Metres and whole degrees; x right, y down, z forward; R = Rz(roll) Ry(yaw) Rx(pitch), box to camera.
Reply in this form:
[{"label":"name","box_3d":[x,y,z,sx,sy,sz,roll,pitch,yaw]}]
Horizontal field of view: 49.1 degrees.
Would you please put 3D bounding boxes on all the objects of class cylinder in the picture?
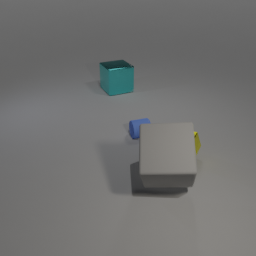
[{"label":"cylinder","box_3d":[0.465,0.012,10.765,0.700,0.700,0.700,-9,31,-14]}]

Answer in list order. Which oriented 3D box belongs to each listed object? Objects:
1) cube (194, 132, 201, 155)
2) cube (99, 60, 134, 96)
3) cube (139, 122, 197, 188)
[{"label":"cube","box_3d":[1.946,0.560,9.391,0.700,0.700,0.700,10,51,36]},{"label":"cube","box_3d":[-0.601,-2.681,14.784,1.400,1.400,1.400,-13,32,-22]},{"label":"cube","box_3d":[1.065,0.772,7.625,1.400,1.400,1.400,-2,64,8]}]
